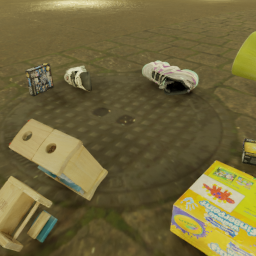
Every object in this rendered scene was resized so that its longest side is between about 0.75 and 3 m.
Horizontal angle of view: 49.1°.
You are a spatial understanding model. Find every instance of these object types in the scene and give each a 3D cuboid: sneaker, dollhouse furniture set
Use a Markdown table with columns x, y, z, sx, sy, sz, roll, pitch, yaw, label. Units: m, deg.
| x | y | z | sx | sy | sz | roll | pitch | yaw | label |
| --- | --- | --- | --- | --- | --- | --- | --- | --- | --- |
| 1.727 | -2.307 | 13.347 | 2.895 | 1.125 | 2.025 | 15 | 35 | 23 | sneaker |
| -2.458 | -2.353 | 13.654 | 1.170 | 0.979 | 2.643 | -10 | 24 | -16 | sneaker |
| -2.266 | 1.523 | 7.224 | 1.866 | 1.877 | 2.663 | 21 | 68 | 30 | dollhouse furniture set |

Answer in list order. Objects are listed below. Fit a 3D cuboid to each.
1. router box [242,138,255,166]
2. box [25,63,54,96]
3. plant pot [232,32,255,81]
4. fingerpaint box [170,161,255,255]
| x | y | z | sx | sy | sz | roll | pitch | yaw | label |
| --- | --- | --- | --- | --- | --- | --- | --- | --- | --- |
| 4.441 | 0.853 | 9.095 | 1.324 | 0.346 | 1.041 | 11 | 34 | 16 | router box |
| -4.138 | -2.286 | 13.198 | 0.313 | 1.259 | 1.249 | 20 | 38 | 28 | box |
| 4.812 | -2.224 | 9.668 | 1.728 | 1.617 | 1.617 | 35 | 45 | 26 | plant pot |
| 2.683 | 2.141 | 6.496 | 2.620 | 0.961 | 2.186 | 24 | 39 | 34 | fingerpaint box |
